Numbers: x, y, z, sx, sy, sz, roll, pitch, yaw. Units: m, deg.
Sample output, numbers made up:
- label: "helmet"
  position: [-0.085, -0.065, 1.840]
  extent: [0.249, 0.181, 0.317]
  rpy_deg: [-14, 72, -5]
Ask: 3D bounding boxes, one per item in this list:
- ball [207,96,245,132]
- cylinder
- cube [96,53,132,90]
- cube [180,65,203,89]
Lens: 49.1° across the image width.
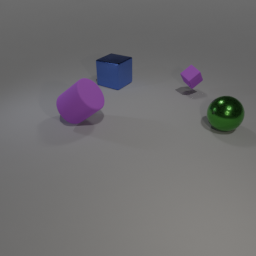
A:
- label: "ball"
  position: [3.808, -0.561, 10.958]
  extent: [1.400, 1.400, 1.400]
  rpy_deg: [0, 32, 0]
- label: "cylinder"
  position: [-1.907, -1.062, 11.263]
  extent: [1.400, 1.400, 1.400]
  rpy_deg: [-29, 16, 34]
- label: "cube"
  position: [-0.709, -3.020, 14.898]
  extent: [1.400, 1.400, 1.400]
  rpy_deg: [18, 36, 28]
- label: "cube"
  position: [3.080, -2.471, 13.538]
  extent: [0.700, 0.700, 0.700]
  rpy_deg: [-39, 54, 3]
